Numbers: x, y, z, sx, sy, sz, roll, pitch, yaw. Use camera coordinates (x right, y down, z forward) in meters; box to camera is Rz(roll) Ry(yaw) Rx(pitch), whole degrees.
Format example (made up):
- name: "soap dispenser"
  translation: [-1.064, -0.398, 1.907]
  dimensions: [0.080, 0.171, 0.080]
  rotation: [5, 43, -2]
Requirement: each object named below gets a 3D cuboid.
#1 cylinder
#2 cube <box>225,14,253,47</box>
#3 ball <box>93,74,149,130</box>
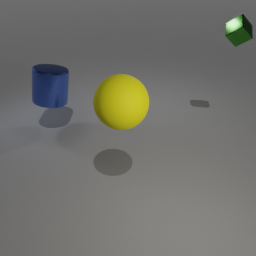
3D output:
- name: "cylinder"
  translation: [-3.078, -1.684, 11.121]
  dimensions: [1.400, 1.400, 1.400]
  rotation: [7, 25, -3]
- name: "cube"
  translation: [4.092, -3.583, 10.321]
  dimensions: [0.700, 0.700, 0.700]
  rotation: [-21, 48, 45]
- name: "ball"
  translation: [-0.171, -0.648, 7.064]
  dimensions: [1.400, 1.400, 1.400]
  rotation: [0, 31, 0]
